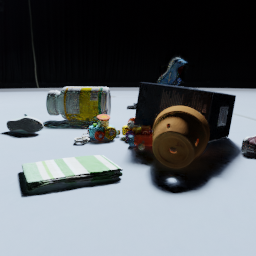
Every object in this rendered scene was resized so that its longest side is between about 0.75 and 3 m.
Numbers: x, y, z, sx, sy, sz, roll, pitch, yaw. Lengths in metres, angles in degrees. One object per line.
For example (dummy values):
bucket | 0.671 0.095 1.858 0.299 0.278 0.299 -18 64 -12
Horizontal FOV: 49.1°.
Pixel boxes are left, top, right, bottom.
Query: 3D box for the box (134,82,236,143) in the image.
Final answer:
box | 1.769 -0.525 8.504 2.240 1.412 2.278 12 10 33

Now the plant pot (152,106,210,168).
plant pot | 1.057 0.270 6.052 1.275 1.275 0.892 4 27 22

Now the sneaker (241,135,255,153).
sneaker | 3.573 0.423 7.121 1.373 0.520 0.793 -20 25 -34

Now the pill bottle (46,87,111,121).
pill bottle | -2.135 -1.070 12.293 2.639 1.488 1.488 1 10 5

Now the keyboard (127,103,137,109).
keyboard | 0.461 -1.361 16.719 1.101 0.218 0.573 -4 28 8

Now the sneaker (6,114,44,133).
sneaker | -3.443 -0.210 9.982 1.545 0.568 0.911 2 16 25

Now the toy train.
toy train | -0.231 0.045 8.330 2.550 0.709 1.916 3 10 14

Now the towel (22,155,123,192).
towel | -1.127 0.829 5.526 1.741 0.204 1.328 -6 12 -23

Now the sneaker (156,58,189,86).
sneaker | 1.949 -2.090 12.240 0.811 2.070 0.931 24 6 -36
